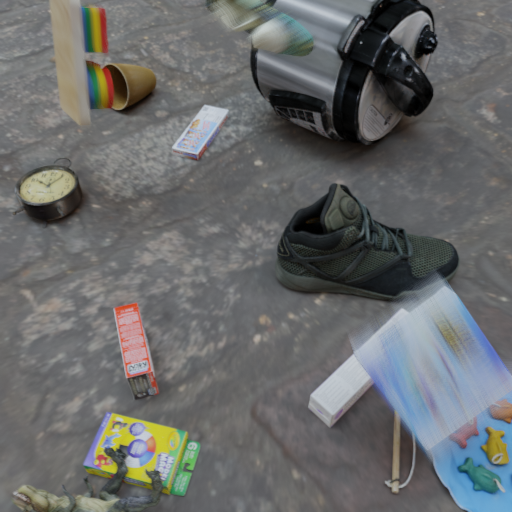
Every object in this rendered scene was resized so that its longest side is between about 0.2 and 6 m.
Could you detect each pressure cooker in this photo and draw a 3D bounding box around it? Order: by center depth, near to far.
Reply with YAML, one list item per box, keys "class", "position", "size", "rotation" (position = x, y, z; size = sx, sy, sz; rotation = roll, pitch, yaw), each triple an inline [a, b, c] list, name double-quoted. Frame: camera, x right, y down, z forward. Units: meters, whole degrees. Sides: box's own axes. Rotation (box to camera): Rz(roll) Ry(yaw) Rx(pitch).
- class: "pressure cooker"
  position: [2.230, -4.496, 12.914]
  size: [3.907, 3.490, 3.436]
  rotation: [33, 53, 26]

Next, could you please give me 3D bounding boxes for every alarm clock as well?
- class: "alarm clock"
  position: [-4.420, -1.491, 12.179]
  size: [1.309, 0.646, 1.941]
  rotation: [2, 51, 3]

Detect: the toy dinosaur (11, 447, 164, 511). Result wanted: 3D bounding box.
- class: "toy dinosaur"
  position: [-1.885, 3.464, 7.746]
  size: [2.861, 0.679, 1.261]
  rotation: [17, 79, 13]

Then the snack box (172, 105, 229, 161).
- class: "snack box"
  position: [-1.347, -3.072, 13.832]
  size: [0.687, 0.232, 1.910]
  rotation: [16, 51, 14]

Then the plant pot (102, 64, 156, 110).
- class: "plant pot"
  position: [-3.241, -4.508, 14.627]
  size: [1.144, 1.144, 1.228]
  rotation: [33, 41, 26]

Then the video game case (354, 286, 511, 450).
- class: "video game case"
  position: [2.316, 1.462, 7.203]
  size: [1.461, 1.612, 0.366]
  rotation: [-37, 15, 3]

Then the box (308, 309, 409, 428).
- class: "box"
  position: [1.873, 1.819, 9.381]
  size: [0.508, 0.475, 2.453]
  rotation: [37, 58, 28]

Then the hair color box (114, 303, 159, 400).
- class: "hair color box"
  position: [-2.013, 1.584, 9.389]
  size: [0.448, 0.778, 1.403]
  rotation: [-13, 51, -11]

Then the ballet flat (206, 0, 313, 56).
- class: "ballet flat"
  position: [-0.005, -3.680, 8.951]
  size: [1.938, 0.719, 0.719]
  rotation: [37, 57, 11]

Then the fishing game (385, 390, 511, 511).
- class: "fishing game"
  position: [3.845, 2.827, 8.487]
  size: [3.531, 0.549, 2.528]
  rotation: [12, 53, 10]

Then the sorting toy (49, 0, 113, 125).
- class: "sorting toy"
  position: [-3.113, -3.534, 10.083]
  size: [0.694, 1.982, 1.994]
  rotation: [-10, 26, -25]

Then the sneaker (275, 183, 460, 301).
- class: "sneaker"
  position: [2.137, -0.237, 10.222]
  size: [3.478, 1.992, 1.329]
  rotation: [4, 51, 1]

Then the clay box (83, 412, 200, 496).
- class: "clay box"
  position: [-1.689, 2.978, 8.438]
  size: [1.529, 0.364, 0.879]
  rotation: [10, 50, 9]
